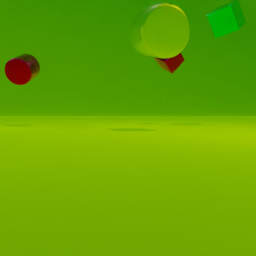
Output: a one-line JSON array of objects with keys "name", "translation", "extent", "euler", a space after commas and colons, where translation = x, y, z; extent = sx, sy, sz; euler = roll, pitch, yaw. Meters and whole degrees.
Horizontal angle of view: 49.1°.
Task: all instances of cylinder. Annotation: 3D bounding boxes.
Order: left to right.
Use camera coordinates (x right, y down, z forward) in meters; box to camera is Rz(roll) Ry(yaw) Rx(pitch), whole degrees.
[{"name": "cylinder", "translation": [-3.524, -1.974, 9.398], "extent": [0.884, 0.884, 0.884], "euler": [0, 24, 3]}, {"name": "cylinder", "translation": [0.683, -2.140, 6.286], "extent": [1.084, 1.084, 1.084], "euler": [-1, 16, -13]}]

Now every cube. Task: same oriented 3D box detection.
[{"name": "cube", "translation": [1.640, -2.797, 11.209], "extent": [0.771, 0.771, 0.771], "euler": [41, -1, 44]}, {"name": "cube", "translation": [3.594, -3.989, 10.235], "extent": [0.924, 0.924, 0.924], "euler": [-10, 25, 44]}]
